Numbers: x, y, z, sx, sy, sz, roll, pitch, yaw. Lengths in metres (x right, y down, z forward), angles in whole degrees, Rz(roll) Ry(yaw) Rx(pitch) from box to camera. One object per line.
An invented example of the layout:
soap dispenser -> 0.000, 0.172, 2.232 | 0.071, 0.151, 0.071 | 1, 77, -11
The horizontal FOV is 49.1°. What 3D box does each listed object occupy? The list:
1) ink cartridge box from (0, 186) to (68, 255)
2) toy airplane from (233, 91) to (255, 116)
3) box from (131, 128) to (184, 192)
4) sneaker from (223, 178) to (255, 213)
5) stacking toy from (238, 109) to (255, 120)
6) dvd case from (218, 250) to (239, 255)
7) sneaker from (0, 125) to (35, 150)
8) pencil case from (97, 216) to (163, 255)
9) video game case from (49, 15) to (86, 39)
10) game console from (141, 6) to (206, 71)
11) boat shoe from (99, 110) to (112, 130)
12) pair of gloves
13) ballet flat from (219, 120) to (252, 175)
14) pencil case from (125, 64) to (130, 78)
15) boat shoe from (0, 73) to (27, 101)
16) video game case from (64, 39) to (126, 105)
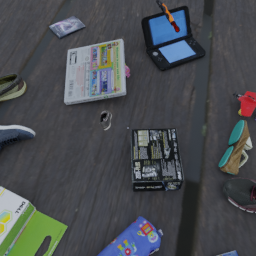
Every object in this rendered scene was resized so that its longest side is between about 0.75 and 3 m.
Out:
ink cartridge box -> -3.084, 2.835, 7.698 | 2.242, 0.849, 1.657 | 21, 59, 14
toy airplane -> 4.691, -0.847, 10.112 | 1.890, 0.348, 1.890 | 9, 41, -8
box -> 0.861, 0.998, 8.921 | 1.520, 0.799, 1.857 | -2, 57, -1
sneaker -> 4.228, 1.866, 7.877 | 2.771, 1.601, 1.049 | 19, 59, 12
stacking toy -> 5.057, -0.603, 10.221 | 1.690, 0.397, 1.274 | -33, 63, -20
dvd case -> 2.304, 4.061, 7.319 | 1.718, 0.151, 1.226 | -12, 59, -8
sneaker -> -4.100, 0.575, 9.265 | 1.868, 0.710, 1.350 | 2, 59, -1
pencil case -> -0.106, 3.364, 7.341 | 2.266, 0.884, 0.984 | -36, 76, -21
video game case -> -2.826, -4.709, 13.059 | 1.397, 0.133, 0.998 | -33, 63, -18
game console -> 1.942, -3.768, 11.726 | 2.281, 1.328, 2.006 | -22, 59, -13
boat shoe -> -0.555, -0.258, 6.744 | 0.268, 0.228, 0.800 | -29, 31, 13
pair of gloves -> 0.994, -4.034, 8.830 | 0.238, 1.922, 1.713 | -33, 42, 18
ballet flat -> 3.684, 0.689, 9.279 | 0.741, 0.695, 2.049 | 34, 62, -3
pencil case -> -0.493, -2.635, 11.424 | 0.658, 0.658, 1.505 | -25, 61, -15
boat shoe -> -5.230, -1.343, 10.383 | 2.777, 0.913, 0.992 | -23, 60, -15
video game case -> -1.276, -2.207, 10.888 | 2.353, 0.285, 2.585 | -8, 62, 11
